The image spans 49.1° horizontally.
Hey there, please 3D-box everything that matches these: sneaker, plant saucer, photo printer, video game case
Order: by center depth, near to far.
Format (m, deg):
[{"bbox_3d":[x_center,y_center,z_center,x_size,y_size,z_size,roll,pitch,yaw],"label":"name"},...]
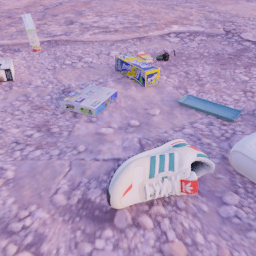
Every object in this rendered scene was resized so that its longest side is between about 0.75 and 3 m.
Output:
[{"bbox_3d":[0.881,1.163,6.605,2.858,1.006,1.336,-22,34,-34],"label":"sneaker"},{"bbox_3d":[3.929,0.890,7.228,1.867,0.779,2.244,-22,39,-28],"label":"photo printer"},{"bbox_3d":[2.950,-0.739,10.222,2.196,0.208,0.768,23,40,31],"label":"plant saucer"},{"bbox_3d":[-1.446,-1.100,10.579,1.531,0.384,1.689,16,37,22],"label":"video game case"}]

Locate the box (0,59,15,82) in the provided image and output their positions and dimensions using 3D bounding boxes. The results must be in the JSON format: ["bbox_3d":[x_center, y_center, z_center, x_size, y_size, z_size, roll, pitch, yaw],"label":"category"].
[{"bbox_3d":[-6.178,-2.480,12.449,2.043,0.614,1.191,-9,35,-13],"label":"box"}]

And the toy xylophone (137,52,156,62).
[{"bbox_3d":[0.970,-3.674,14.567,0.757,0.260,1.033,-19,39,-27],"label":"toy xylophone"}]

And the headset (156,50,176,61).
[{"bbox_3d":[1.962,-3.754,14.503,0.993,0.467,0.613,-6,33,12],"label":"headset"}]

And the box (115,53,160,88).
[{"bbox_3d":[0.380,-2.624,12.540,0.830,0.762,2.369,-21,40,-28],"label":"box"}]

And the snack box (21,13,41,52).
[{"bbox_3d":[-3.518,-3.452,10.200,0.350,1.035,0.873,-16,61,-14],"label":"snack box"}]
